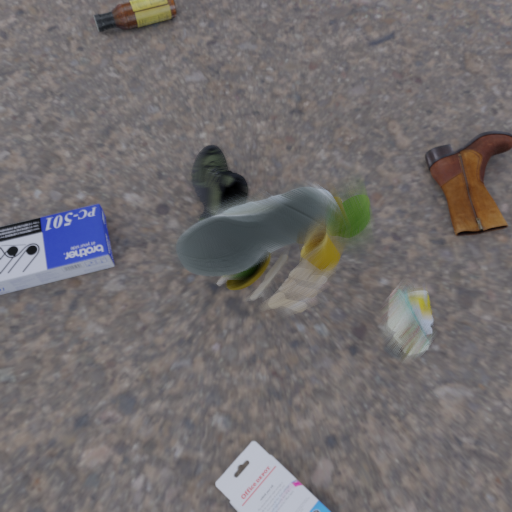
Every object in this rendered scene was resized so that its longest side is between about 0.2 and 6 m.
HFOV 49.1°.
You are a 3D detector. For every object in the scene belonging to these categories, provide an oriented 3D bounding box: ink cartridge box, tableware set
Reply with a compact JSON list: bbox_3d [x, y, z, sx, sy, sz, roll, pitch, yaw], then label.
[{"bbox_3d":[0.273,4.007,9.139,1.730,0.587,0.996,40,69,18],"label":"ink cartridge box"},{"bbox_3d":[-4.313,-0.110,11.262,2.668,0.590,1.254,-14,64,-7],"label":"ink cartridge box"},{"bbox_3d":[0.465,-0.278,9.832,0.535,3.483,2.347,44,76,-22],"label":"tableware set"}]

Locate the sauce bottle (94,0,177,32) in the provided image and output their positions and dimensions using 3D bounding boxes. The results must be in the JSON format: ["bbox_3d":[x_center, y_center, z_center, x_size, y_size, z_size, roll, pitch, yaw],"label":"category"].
[{"bbox_3d":[-3.102,-6.228,14.373,2.071,0.684,0.684,-16,64,-9],"label":"sauce bottle"}]

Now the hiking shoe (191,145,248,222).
[{"bbox_3d":[-0.603,-1.384,11.299,0.918,1.221,2.425,18,51,-39],"label":"hiking shoe"}]

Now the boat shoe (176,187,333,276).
[{"bbox_3d":[-0.039,-0.436,9.600,2.858,0.916,1.053,-23,94,21],"label":"boat shoe"}]

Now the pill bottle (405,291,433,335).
[{"bbox_3d":[3.116,1.092,10.678,0.448,0.448,0.799,-5,71,-3],"label":"pill bottle"}]

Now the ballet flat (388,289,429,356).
[{"bbox_3d":[2.590,1.237,9.759,0.499,1.560,0.590,-34,33,2],"label":"ballet flat"}]

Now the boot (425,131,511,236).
[{"bbox_3d":[4.880,-1.563,11.948,2.002,0.728,2.127,-12,64,-6],"label":"boot"}]
